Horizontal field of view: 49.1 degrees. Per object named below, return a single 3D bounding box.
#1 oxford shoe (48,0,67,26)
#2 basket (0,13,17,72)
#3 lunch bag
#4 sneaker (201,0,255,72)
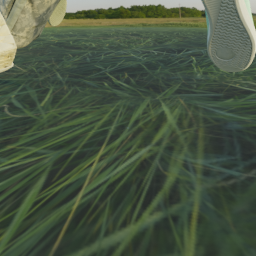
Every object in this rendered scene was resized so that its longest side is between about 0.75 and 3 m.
[{"bbox_3d":[-2.408,-4.306,9.099,0.561,1.942,0.730,36,47,24],"label":"oxford shoe"},{"bbox_3d":[-2.874,-1.426,4.650,1.709,1.159,1.054,-29,7,-33],"label":"basket"},{"bbox_3d":[-2.679,-3.333,7.224,1.623,2.330,1.954,29,34,-29],"label":"lunch bag"},{"bbox_3d":[2.036,-2.353,5.367,0.933,2.536,1.496,6,58,32],"label":"sneaker"}]
